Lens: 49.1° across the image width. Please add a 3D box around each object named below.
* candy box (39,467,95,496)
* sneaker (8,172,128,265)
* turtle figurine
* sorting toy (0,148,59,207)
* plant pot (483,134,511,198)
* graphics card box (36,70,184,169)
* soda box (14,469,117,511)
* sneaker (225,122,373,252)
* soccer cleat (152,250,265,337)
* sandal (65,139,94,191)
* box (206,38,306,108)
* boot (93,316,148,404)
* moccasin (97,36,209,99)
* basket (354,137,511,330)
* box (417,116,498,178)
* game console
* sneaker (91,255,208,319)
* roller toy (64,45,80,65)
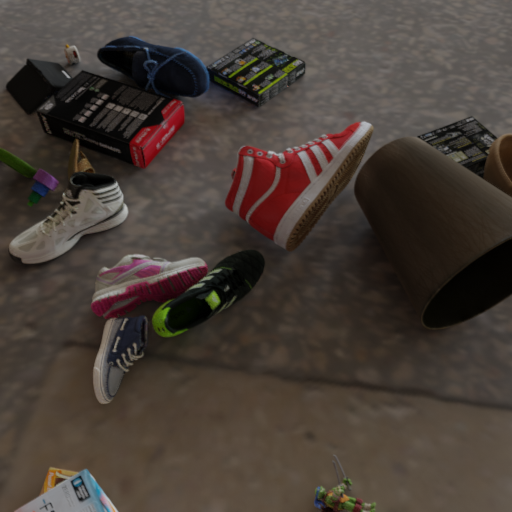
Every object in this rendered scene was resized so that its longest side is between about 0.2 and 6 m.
[{"bbox_3d":[-2.755,3.594,7.829,0.635,0.304,1.100,8,53,6],"label":"candy box"},{"bbox_3d":[-3.672,-0.861,10.594,2.402,1.382,0.906,-31,58,-22],"label":"sneaker"},{"bbox_3d":[1.300,3.301,7.875,0.825,0.613,0.851,26,60,14],"label":"turtle figurine"},{"bbox_3d":[-5.346,-1.724,11.798,2.640,0.915,0.909,27,80,22],"label":"sorting toy"},{"bbox_3d":[5.186,-1.544,11.312,1.720,0.794,1.720,14,60,-25],"label":"plant pot"},{"bbox_3d":[-3.288,-3.166,12.807,2.847,0.724,1.786,21,56,14],"label":"graphics card box"},{"bbox_3d":[-1.902,3.442,6.478,0.896,2.619,0.833,-28,57,-20],"label":"soda box"},{"bbox_3d":[0.830,-1.846,11.348,1.991,1.261,3.541,30,60,17],"label":"sneaker"},{"bbox_3d":[-0.698,0.664,9.628,2.347,0.951,0.792,-35,101,-20],"label":"soccer cleat"},{"bbox_3d":[-3.724,-1.759,11.975,0.513,0.571,1.559,14,54,-29],"label":"sandal"},{"bbox_3d":[-0.001,-4.685,14.180,1.802,0.443,1.866,35,59,21],"label":"box"},{"bbox_3d":[-2.166,1.633,9.101,0.677,0.545,1.498,-10,54,13],"label":"boot"},{"bbox_3d":[-2.560,-4.418,13.552,3.265,1.314,1.113,25,42,33],"label":"moccasin"},{"bbox_3d":[3.266,-0.622,10.054,2.716,2.049,3.012,-30,52,0],"label":"basket"},{"bbox_3d":[4.385,-2.211,12.103,1.532,0.660,1.254,-23,56,-17],"label":"box"},{"bbox_3d":[-5.283,-4.193,13.976,1.299,0.860,1.477,-9,46,-46],"label":"game console"},{"bbox_3d":[-1.938,0.338,10.006,2.121,0.863,0.935,-14,56,-11],"label":"sneaker"},{"bbox_3d":[-4.807,-5.227,14.590,0.322,0.461,0.421,-23,68,-17],"label":"roller toy"}]
